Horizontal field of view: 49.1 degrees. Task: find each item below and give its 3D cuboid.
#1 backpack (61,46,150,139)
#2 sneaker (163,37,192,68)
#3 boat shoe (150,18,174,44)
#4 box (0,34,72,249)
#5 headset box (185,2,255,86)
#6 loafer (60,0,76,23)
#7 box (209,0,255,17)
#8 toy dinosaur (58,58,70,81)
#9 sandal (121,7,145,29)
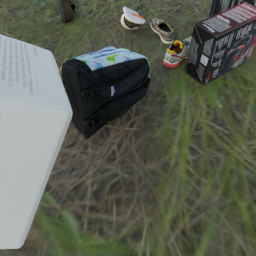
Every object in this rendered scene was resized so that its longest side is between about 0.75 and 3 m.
[{"bbox_3d":[-0.514,-1.267,7.845,2.632,2.147,2.024,-24,41,-25],"label":"backpack"},{"bbox_3d":[1.922,-2.793,9.869,0.671,0.708,1.723,33,57,23],"label":"sneaker"},{"bbox_3d":[1.332,-3.912,10.923,0.568,0.470,1.580,-15,53,-12],"label":"boat shoe"},{"bbox_3d":[-2.349,0.001,4.140,2.141,2.487,2.500,13,26,-28],"label":"box"},{"bbox_3d":[3.209,-2.766,9.098,2.503,1.861,0.939,-29,57,-20],"label":"headset box"},{"bbox_3d":[-2.535,-5.100,11.845,0.633,0.648,1.776,-6,61,-10],"label":"loafer"},{"bbox_3d":[3.721,-4.110,10.036,1.477,2.092,0.825,9,52,7],"label":"box"},{"bbox_3d":[-2.005,-1.341,8.833,1.417,0.816,2.802,-40,52,-10],"label":"toy dinosaur"},{"bbox_3d":[0.121,-4.281,11.186,0.849,0.635,2.216,18,28,-15],"label":"sandal"}]
